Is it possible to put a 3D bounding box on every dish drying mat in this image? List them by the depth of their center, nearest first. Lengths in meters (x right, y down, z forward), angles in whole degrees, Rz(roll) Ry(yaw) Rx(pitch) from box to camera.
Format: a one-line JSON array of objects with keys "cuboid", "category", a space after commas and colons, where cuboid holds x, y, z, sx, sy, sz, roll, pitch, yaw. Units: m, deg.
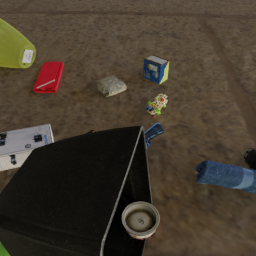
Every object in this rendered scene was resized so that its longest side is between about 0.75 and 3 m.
[{"cuboid": [-3.757, -2.506, 13.399, 1.050, 0.249, 2.733, -3, 40, -2], "category": "dish drying mat"}]

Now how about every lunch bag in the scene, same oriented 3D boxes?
[{"cuboid": [-0.699, -1.765, 12.197, 0.890, 0.638, 1.085, -23, 40, -25], "category": "lunch bag"}]

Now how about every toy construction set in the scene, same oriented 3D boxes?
[{"cuboid": [1.150, -0.875, 10.750, 0.913, 0.642, 1.393, -32, 0, -1], "category": "toy construction set"}]

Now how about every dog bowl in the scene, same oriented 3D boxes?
[{"cuboid": [0.319, 2.387, 7.165, 0.978, 0.361, 0.978, -1, 40, 0], "category": "dog bowl"}]

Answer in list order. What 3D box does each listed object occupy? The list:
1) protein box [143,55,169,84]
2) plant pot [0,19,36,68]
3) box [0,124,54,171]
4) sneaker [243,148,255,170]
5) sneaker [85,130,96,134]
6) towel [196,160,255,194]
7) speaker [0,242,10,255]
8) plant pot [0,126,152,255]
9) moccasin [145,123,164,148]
[{"cuboid": [1.292, -2.746, 13.105, 0.995, 0.988, 0.671, 29, 47, 31], "category": "protein box"}, {"cuboid": [-5.972, -4.002, 13.806, 2.607, 2.439, 2.439, 24, 44, 12], "category": "plant pot"}, {"cuboid": [-3.534, 0.638, 9.252, 2.112, 0.635, 1.232, -11, 41, -13], "category": "box"}, {"cuboid": [4.587, 1.279, 8.521, 2.169, 0.818, 0.860, 34, 36, 27], "category": "sneaker"}, {"cuboid": [-0.895, 0.483, 9.314, 1.424, 0.798, 0.552, -4, 39, -4], "category": "sneaker"}, {"cuboid": [3.020, 1.415, 7.784, 2.142, 1.196, 0.520, 12, 71, 5], "category": "towel"}, {"cuboid": [-2.809, 2.779, 6.690, 0.605, 0.605, 1.369, 8, 40, 9], "category": "speaker"}, {"cuboid": [-1.081, 1.861, 6.143, 2.639, 2.968, 2.975, 4, 39, 16], "category": "plant pot"}, {"cuboid": [0.664, 0.382, 9.481, 1.384, 0.557, 0.472, -40, 84, -8], "category": "moccasin"}]
